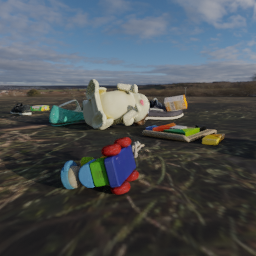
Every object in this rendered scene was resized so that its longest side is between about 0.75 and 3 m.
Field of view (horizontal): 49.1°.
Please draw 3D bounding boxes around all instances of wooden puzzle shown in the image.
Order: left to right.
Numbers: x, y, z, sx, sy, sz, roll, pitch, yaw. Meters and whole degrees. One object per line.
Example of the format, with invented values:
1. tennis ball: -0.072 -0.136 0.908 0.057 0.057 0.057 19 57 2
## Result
1. wooden puzzle: 1.404 0.077 7.503 2.481 0.290 1.674 6 10 37

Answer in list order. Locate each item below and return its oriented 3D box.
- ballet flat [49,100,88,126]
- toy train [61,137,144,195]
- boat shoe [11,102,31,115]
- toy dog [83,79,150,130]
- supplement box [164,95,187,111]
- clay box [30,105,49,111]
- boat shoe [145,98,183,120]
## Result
1. ballet flat: -1.708 -0.596 10.197 2.453 0.863 0.826 -8 15 -44
2. toy train: -0.284 0.478 3.907 0.805 0.589 1.391 -12 5 16
3. boat shoe: -5.374 -0.979 13.989 0.662 0.587 1.770 -6 10 -37
4. toy dog: -0.254 -0.569 9.088 2.120 1.479 2.055 -6 -25 -28
5. supplement box: 1.911 -0.987 11.221 0.815 0.513 0.299 -7 46 22
6. clay box: -5.180 -1.186 16.586 0.689 0.285 1.199 2 9 8
7. boat shoe: 1.113 -0.801 11.666 2.770 0.869 1.006 -3 9 -22
